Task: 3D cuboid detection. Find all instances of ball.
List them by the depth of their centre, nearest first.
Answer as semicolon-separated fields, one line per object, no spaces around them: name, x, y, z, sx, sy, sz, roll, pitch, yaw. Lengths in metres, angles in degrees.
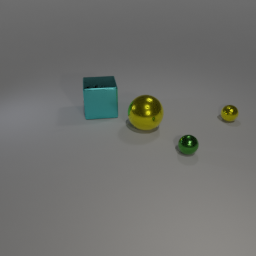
ball;2.065;0.570;9.591;0.700;0.700;0.700;0;31;0
ball;0.686;-0.594;10.878;1.400;1.400;1.400;0;31;0
ball;4.202;-0.612;11.575;0.700;0.700;0.700;0;31;0

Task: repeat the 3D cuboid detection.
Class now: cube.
cube;-1.196;-1.328;12.088;1.400;1.400;1.400;-4;31;-7
